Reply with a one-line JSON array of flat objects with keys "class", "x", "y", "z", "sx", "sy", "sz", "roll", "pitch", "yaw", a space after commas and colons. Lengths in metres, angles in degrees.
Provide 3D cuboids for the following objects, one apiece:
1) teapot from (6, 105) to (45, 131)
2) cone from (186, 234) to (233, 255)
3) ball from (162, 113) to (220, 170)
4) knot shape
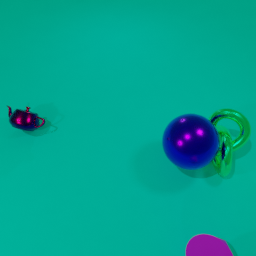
[{"class": "teapot", "x": -2.914, "y": -0.295, "z": 7.866, "sx": 1.324, "sy": 0.823, "sz": 0.648, "roll": 16, "pitch": 92, "yaw": 14}, {"class": "cone", "x": 1.793, "y": 2.435, "z": 5.594, "sx": 0.956, "sy": 0.956, "sz": 0.960, "roll": 41, "pitch": 25, "yaw": 27}, {"class": "ball", "x": 1.475, "y": 0.322, "z": 6.623, "sx": 1.331, "sy": 1.331, "sz": 1.331, "roll": 0, "pitch": 52, "yaw": 0}, {"class": "knot shape", "x": 2.329, "y": 0.450, "z": 7.138, "sx": 0.772, "sy": 1.671, "sz": 1.564, "roll": 17, "pitch": 55, "yaw": -33}]
